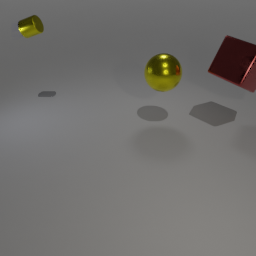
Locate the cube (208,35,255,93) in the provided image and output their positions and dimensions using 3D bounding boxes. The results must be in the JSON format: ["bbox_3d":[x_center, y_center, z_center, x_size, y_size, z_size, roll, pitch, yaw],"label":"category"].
[{"bbox_3d":[4.018,-2.261,10.016,1.400,1.400,1.400,6,25,-48],"label":"cube"}]

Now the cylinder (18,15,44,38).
[{"bbox_3d":[-3.781,-3.952,10.929,0.700,0.700,0.700,-12,26,18],"label":"cylinder"}]

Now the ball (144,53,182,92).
[{"bbox_3d":[1.294,-2.037,10.336,1.400,1.400,1.400,0,30,0],"label":"ball"}]
